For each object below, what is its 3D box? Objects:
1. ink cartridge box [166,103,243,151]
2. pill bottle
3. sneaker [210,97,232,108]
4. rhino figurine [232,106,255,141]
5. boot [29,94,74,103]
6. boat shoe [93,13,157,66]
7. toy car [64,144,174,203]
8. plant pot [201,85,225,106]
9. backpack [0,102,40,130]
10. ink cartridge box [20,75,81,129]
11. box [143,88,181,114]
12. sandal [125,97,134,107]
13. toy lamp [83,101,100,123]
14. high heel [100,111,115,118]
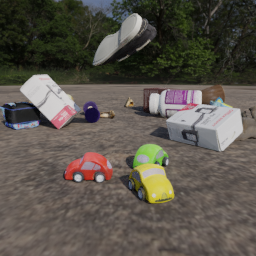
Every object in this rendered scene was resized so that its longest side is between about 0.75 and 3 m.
[{"bbox_3d":[2.462,-0.094,9.060,1.413,0.811,1.946,-34,30,-32],"label":"ink cartridge box"},{"bbox_3d":[2.380,-1.192,14.031,2.495,1.401,1.401,3,12,16],"label":"pill bottle"},{"bbox_3d":[2.893,-0.465,10.416,2.150,1.404,0.855,2,13,13],"label":"sneaker"},{"bbox_3d":[4.347,-0.144,9.837,2.543,1.112,0.760,-5,-19,-20],"label":"rhino figurine"},{"bbox_3d":[-4.970,-1.605,17.022,2.273,1.059,2.939,-12,17,-40],"label":"boot"},{"bbox_3d":[-0.198,-2.465,8.458,0.789,0.967,2.616,19,-26,-30],"label":"boat shoe"},{"bbox_3d":[0.188,0.778,6.358,2.564,0.572,2.413,8,14,33],"label":"toy car"},{"bbox_3d":[5.150,-1.954,18.016,1.585,1.481,1.481,-9,13,-8],"label":"plant pot"},{"bbox_3d":[-4.644,-0.587,11.917,1.537,1.034,1.403,12,16,42],"label":"backpack"},{"bbox_3d":[-3.196,-1.160,11.822,2.216,0.939,1.614,45,10,-6],"label":"ink cartridge box"},{"bbox_3d":[1.897,-1.567,15.858,1.659,1.376,1.362,12,15,43],"label":"box"},{"bbox_3d":[0.137,-1.607,18.763,0.519,0.579,1.578,31,17,-7],"label":"sandal"},{"bbox_3d":[-1.837,-0.870,14.043,0.808,0.808,2.776,-2,13,-12],"label":"toy lamp"},{"bbox_3d":[-1.119,-0.636,13.924,0.780,0.390,1.094,-10,9,-25],"label":"high heel"}]
